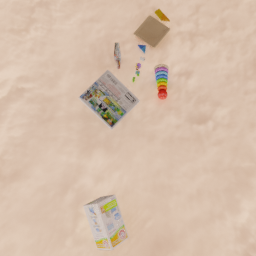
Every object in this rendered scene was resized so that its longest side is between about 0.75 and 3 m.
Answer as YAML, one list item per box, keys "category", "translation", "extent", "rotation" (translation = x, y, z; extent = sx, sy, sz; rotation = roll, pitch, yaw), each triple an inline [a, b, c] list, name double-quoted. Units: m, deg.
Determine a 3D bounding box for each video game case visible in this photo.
- category: "video game case"
  translation: [-0.559, -0.868, 8.540]
  extent: [1.403, 0.154, 1.279]
  rotation: [44, 78, -1]

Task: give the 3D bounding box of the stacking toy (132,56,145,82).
- category: "stacking toy"
  translation: [0.357, -1.980, 9.504]
  extent: [0.181, 0.580, 0.769]
  rotation: [16, 74, -10]

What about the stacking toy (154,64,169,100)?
- category: "stacking toy"
  translation: [1.128, -1.519, 9.392]
  extent: [0.515, 0.515, 1.205]
  rotation: [1, 69, 1]

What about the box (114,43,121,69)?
- category: "box"
  translation: [-0.357, -2.469, 9.609]
  extent: [0.157, 0.789, 0.540]
  rotation: [1, 70, 4]

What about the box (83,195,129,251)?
- category: "box"
  translation: [-0.562, 2.443, 7.279]
  extent: [0.682, 0.614, 1.212]
  rotation: [-15, 85, -47]

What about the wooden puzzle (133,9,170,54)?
- category: "wooden puzzle"
  translation: [0.895, -3.565, 10.357]
  extent: [1.687, 0.197, 1.138]
  rotation: [-44, 74, -6]
